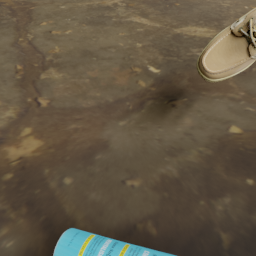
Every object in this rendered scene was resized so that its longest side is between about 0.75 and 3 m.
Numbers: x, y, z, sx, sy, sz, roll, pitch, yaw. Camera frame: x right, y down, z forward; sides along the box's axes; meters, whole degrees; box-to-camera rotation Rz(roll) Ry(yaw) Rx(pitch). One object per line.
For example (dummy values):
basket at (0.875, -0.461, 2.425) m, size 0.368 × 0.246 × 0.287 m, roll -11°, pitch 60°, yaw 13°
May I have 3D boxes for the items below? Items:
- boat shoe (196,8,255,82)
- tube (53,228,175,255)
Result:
boat shoe at (2.738, -2.048, 5.962) m, size 2.855 × 0.927 × 1.030 m, roll -33°, pitch 81°, yaw 6°
tube at (0.173, 1.817, 3.470) m, size 2.289 × 0.577 × 0.886 m, roll 7°, pitch 33°, yaw 22°
